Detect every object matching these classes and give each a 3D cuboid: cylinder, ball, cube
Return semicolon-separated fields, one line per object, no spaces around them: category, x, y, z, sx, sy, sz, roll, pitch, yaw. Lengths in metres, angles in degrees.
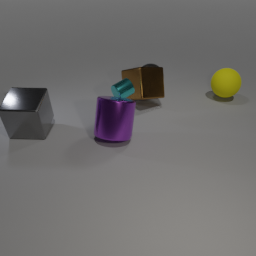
cylinder;-0.481;-0.370;10.115;1.400;1.400;1.400;7;11;-1
ball;4.707;-2.169;13.473;1.400;1.400;1.400;0;28;0
ball;1.162;-2.631;14.516;1.400;1.400;1.400;0;28;0
cube;0.686;-2.024;12.891;1.400;1.400;1.400;-9;8;-37
cylinder;-0.209;-1.525;11.142;0.700;0.700;0.700;-32;39;-18
cube;-3.734;-0.552;10.470;1.400;1.400;1.400;1;43;2
